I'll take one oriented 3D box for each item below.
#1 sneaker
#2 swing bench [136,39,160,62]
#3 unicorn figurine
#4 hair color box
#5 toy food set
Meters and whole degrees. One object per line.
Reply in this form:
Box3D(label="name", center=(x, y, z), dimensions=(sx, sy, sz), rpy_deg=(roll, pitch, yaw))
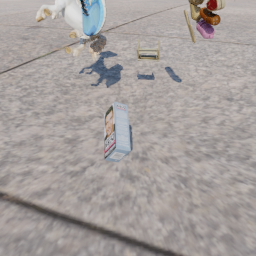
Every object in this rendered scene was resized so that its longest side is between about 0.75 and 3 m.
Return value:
Box3D(label="sneaker", center=(-0.994, -3.003, 6.342), dimensions=(0.809, 1.798, 0.705), rpy_deg=(-24, 38, -38))
Box3D(label="swing bench", center=(0.711, -2.596, 9.667), dimensions=(0.762, 0.767, 0.497), rpy_deg=(3, 59, 9))
Box3D(label="unicorn figurine", center=(-1.594, -3.326, 8.012), dimensions=(1.030, 2.790, 1.916), rpy_deg=(-10, 32, 40))
Box3D(label="hair color box", center=(-0.201, 0.066, 4.833), dimensions=(0.282, 0.460, 0.930), rpy_deg=(14, 53, -25))
Box3D(label="toy food set", center=(1.962, -2.951, 6.951), dimensions=(0.341, 1.376, 2.165), rpy_deg=(-16, 0, -4))
